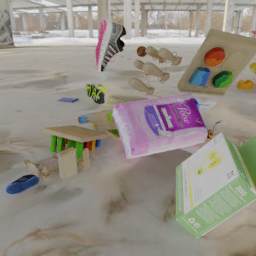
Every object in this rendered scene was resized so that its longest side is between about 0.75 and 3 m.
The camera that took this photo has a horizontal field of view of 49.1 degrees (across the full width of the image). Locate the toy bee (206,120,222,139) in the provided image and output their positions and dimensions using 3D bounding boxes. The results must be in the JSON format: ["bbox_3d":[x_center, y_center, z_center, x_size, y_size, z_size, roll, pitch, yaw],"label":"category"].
[{"bbox_3d":[2.686,0.213,9.617,1.152,0.626,0.754,-23,-13,37],"label":"toy bee"}]

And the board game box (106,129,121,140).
[{"bbox_3d":[-0.337,0.229,10.067,0.458,0.144,0.959,-12,22,-36],"label":"board game box"}]

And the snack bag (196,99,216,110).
[{"bbox_3d":[3.498,-1.169,13.618,1.241,0.141,1.316,15,26,32],"label":"snack bag"}]

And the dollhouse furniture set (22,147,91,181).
[{"bbox_3d":[-2.044,0.760,7.891,1.552,0.758,1.323,19,28,39],"label":"dollhouse furniture set"}]

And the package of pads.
[{"bbox_3d":[0.999,-0.081,8.808,2.755,1.042,1.660,-10,68,-23],"label":"package of pads"}]

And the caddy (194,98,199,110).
[{"bbox_3d":[2.421,-0.957,12.079,1.237,0.875,0.650,6,18,8],"label":"caddy"}]

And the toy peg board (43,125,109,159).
[{"bbox_3d":[-1.672,0.446,9.014,1.516,0.741,1.509,13,9,26],"label":"toy peg board"}]

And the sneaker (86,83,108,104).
[{"bbox_3d":[-1.440,-1.892,14.406,0.939,0.927,2.457,-9,25,-21],"label":"sneaker"}]

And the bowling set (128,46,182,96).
[{"bbox_3d":[0.924,-2.284,9.841,1.104,2.056,1.431,21,48,-34],"label":"bowling set"}]

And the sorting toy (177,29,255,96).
[{"bbox_3d":[3.263,-1.873,8.962,2.937,2.188,0.393,2,47,-23],"label":"sorting toy"}]

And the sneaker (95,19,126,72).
[{"bbox_3d":[-0.784,-3.651,12.915,1.223,2.795,1.031,0,53,-18],"label":"sneaker"}]

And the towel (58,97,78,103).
[{"bbox_3d":[-3.081,-1.466,14.419,0.918,0.110,0.665,7,22,18],"label":"towel"}]

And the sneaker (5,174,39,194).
[{"bbox_3d":[-2.668,1.386,6.980,0.335,0.301,0.859,13,19,41],"label":"sneaker"}]

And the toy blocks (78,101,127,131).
[{"bbox_3d":[-0.767,-0.333,10.340,1.569,1.147,2.295,-5,7,23],"label":"toy blocks"}]

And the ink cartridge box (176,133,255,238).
[{"bbox_3d":[2.271,0.681,5.773,0.699,2.914,2.120,43,22,-7],"label":"ink cartridge box"}]

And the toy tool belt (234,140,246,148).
[{"bbox_3d":[3.077,0.805,7.392,1.047,1.030,1.676,15,26,34],"label":"toy tool belt"}]
